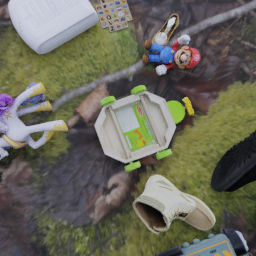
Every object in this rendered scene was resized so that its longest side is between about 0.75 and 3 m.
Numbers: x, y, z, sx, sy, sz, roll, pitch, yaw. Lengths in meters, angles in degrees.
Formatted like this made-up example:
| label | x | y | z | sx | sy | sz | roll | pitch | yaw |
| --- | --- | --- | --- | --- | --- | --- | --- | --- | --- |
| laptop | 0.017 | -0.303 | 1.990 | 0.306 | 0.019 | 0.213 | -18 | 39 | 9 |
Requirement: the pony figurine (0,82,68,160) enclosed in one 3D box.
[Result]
| label | x | y | z | sx | sy | sz | roll | pitch | yaw |
| --- | --- | --- | --- | --- | --- | --- | --- | --- | --- |
| pony figurine | -3.478 | -0.246 | 8.070 | 2.654 | 2.210 | 2.562 | -30 | 91 | -20 |

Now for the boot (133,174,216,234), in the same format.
| label | x | y | z | sx | sy | sz | roll | pitch | yaw |
| --- | --- | --- | --- | --- | --- | --- | --- | --- | --- |
| boot | 1.267 | 2.310 | 7.527 | 2.232 | 1.726 | 0.804 | 35 | 112 | 9 |

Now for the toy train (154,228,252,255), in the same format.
| label | x | y | z | sx | sy | sz | roll | pitch | yaw |
| --- | --- | --- | --- | --- | --- | --- | --- | --- | --- |
| toy train | 2.097 | 3.888 | 7.636 | 2.918 | 1.243 | 1.663 | -19 | 71 | -3 |

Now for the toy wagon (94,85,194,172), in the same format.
| label | x | y | z | sx | sy | sz | roll | pitch | yaw |
| --- | --- | --- | --- | --- | --- | --- | --- | --- | --- |
| toy wagon | 0.551 | -0.117 | 8.582 | 2.977 | 0.589 | 2.310 | -20 | 81 | -4 |

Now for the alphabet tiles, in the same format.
| label | x | y | z | sx | sy | sz | roll | pitch | yaw |
| --- | --- | --- | --- | --- | --- | --- | --- | --- | --- |
| alphabet tiles | -0.478 | -3.899 | 9.500 | 1.072 | 0.041 | 1.289 | -17 | 81 | -3 |

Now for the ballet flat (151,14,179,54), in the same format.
| label | x | y | z | sx | sy | sz | roll | pitch | yaw |
| --- | --- | --- | --- | --- | --- | --- | --- | --- | --- |
| ballet flat | 1.191 | -3.111 | 9.148 | 0.510 | 0.469 | 1.487 | 30 | 82 | 5 |

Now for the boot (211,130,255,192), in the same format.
| label | x | y | z | sx | sy | sz | roll | pitch | yaw |
| --- | --- | --- | --- | --- | --- | --- | --- | --- | --- |
| boot | 4.020 | 1.233 | 7.471 | 2.364 | 3.162 | 1.190 | 34 | 39 | -5 |

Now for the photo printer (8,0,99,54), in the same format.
| label | x | y | z | sx | sy | sz | roll | pitch | yaw |
| --- | --- | --- | --- | --- | --- | --- | --- | --- | --- |
| photo printer | -2.476 | -3.685 | 9.048 | 2.435 | 0.846 | 2.026 | -33 | 83 | -5 |

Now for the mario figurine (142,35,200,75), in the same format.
| label | x | y | z | sx | sy | sz | roll | pitch | yaw |
| --- | --- | --- | --- | --- | --- | --- | --- | --- | --- |
| mario figurine | 1.358 | -2.272 | 8.717 | 1.771 | 1.094 | 0.939 | 9 | 57 | 6 |
